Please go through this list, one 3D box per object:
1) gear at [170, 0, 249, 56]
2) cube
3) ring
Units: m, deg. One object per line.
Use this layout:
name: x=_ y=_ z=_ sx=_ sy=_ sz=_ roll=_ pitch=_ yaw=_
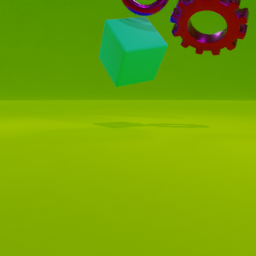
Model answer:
gear: x=2.042 y=-2.670 z=7.141 sx=1.882 sy=0.348 sz=1.882 roll=17 pitch=-27 yaw=9
cube: x=0.088 y=-2.133 z=7.837 sx=1.297 sy=1.297 sz=1.297 roll=-15 pitch=-31 yaw=-25
ring: x=0.444 y=-3.616 z=7.217 sx=1.391 sy=1.391 sz=0.278 roll=0 pitch=9 yaw=-1
